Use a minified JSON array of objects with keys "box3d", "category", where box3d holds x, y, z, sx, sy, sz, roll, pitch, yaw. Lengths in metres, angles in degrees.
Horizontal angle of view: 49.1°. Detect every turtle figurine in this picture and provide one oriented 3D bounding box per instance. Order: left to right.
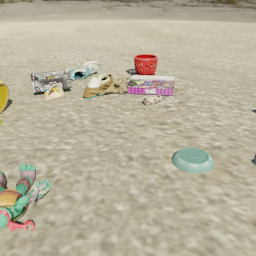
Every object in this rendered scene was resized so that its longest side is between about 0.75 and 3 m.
[{"box3d":[-2.665,1.469,6.110,1.756,1.181,2.345,8,8,-17],"category":"turtle figurine"}]

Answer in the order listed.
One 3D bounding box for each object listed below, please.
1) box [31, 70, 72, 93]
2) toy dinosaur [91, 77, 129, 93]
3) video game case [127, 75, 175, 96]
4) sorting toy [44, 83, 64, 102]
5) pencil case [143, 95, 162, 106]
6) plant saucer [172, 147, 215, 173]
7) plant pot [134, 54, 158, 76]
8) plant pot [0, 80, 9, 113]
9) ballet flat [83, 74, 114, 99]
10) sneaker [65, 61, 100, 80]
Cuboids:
[{"box3d":[-3.946,-2.413,14.242,1.846,0.583,2.341,-10,22,-16],"category":"box"},{"box3d":[-0.655,-1.914,13.493,1.249,0.719,2.469,-14,14,32],"category":"toy dinosaur"},{"box3d":[1.211,-2.209,14.259,2.280,0.408,2.067,3,27,8],"category":"video game case"},{"box3d":[-3.354,-1.712,12.748,0.910,0.820,0.486,-24,73,-39],"category":"sorting toy"},{"box3d":[1.088,-1.260,12.439,0.857,0.333,0.383,-17,67,-29],"category":"pencil case"},{"box3d":[1.932,0.894,8.298,1.246,0.224,1.246,0,26,0],"category":"plant saucer"},{"box3d":[1.016,-3.485,15.908,1.327,1.209,1.327,-2,28,1],"category":"plant pot"},{"box3d":[-6.032,-1.456,11.058,2.087,2.218,2.218,18,29,5],"category":"plant pot"},{"box3d":[-1.409,-2.143,13.660,0.785,0.837,2.314,20,33,26],"category":"ballet flat"},{"box3d":[-2.467,-3.140,15.950,2.101,0.815,0.907,-21,44,-23],"category":"sneaker"}]
